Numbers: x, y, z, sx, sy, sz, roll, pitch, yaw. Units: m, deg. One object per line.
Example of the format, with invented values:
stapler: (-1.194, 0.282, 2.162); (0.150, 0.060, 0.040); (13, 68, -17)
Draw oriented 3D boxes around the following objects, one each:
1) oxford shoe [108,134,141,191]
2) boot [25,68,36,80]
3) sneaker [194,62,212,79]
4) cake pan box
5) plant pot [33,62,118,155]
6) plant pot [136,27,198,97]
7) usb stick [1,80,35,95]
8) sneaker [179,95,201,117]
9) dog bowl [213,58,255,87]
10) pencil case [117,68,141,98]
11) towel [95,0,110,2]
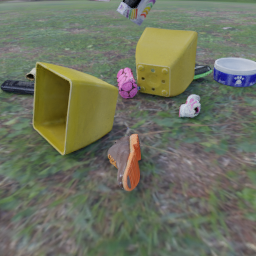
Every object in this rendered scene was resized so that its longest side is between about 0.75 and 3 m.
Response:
oxford shoe: (-0.127, 0.891, 7.245); (0.806, 0.788, 2.211); (-7, 21, 9)
boot: (-4.205, -2.592, 13.407); (1.180, 0.429, 0.917); (4, 30, 10)
sneaker: (2.660, -3.099, 13.497); (2.880, 1.207, 1.105); (24, 38, 35)
cake pan box: (0.249, -3.117, 6.961); (0.256, 0.901, 0.979); (42, 19, 23)
plant pot: (-1.564, -0.728, 8.724); (1.921, 2.177, 2.177); (-10, 29, -40)
plant pot: (1.443, -2.558, 11.711); (2.314, 2.299, 2.367); (12, 44, 19)
usb stick: (-4.171, -1.683, 11.869); (2.523, 0.411, 0.700); (8, 43, 14)
sneaker: (2.377, -0.741, 10.187); (0.601, 0.554, 1.362); (19, 43, 27)
dog bowl: (5.056, -2.650, 13.157); (1.977, 0.778, 1.977); (0, 30, 0)
pencil case: (-0.031, -1.980, 11.926); (0.842, 0.869, 1.854); (-1, 29, -8)
towel: (-0.893, -4.880, 9.852); (0.568, 0.776, 0.116); (-3, 15, -16)
